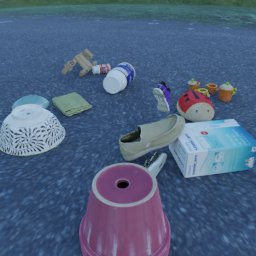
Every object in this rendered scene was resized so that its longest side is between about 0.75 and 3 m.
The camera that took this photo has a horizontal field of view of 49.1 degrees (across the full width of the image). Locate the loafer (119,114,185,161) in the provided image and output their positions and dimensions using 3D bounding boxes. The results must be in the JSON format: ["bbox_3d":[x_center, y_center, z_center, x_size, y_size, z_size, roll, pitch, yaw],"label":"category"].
[{"bbox_3d":[0.756,0.242,9.588,2.531,0.864,0.958,-32,32,11],"label":"loafer"}]

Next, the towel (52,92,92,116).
[{"bbox_3d":[-2.751,-1.159,13.494,1.400,0.344,1.887,-20,37,-29],"label":"towel"}]

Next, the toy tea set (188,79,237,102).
[{"bbox_3d":[4.357,-2.148,14.548,2.547,0.943,1.515,9,32,15],"label":"toy tea set"}]

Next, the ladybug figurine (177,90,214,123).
[{"bbox_3d":[3.075,-1.079,12.836,1.601,0.848,2.358,-6,31,-7],"label":"ladybug figurine"}]

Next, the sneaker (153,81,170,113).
[{"bbox_3d":[0.765,-0.648,5.796,0.268,0.770,0.383,15,60,30],"label":"sneaker"}]

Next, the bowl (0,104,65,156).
[{"bbox_3d":[-3.835,-0.160,10.968,2.605,1.223,2.605,1,31,0],"label":"bowl"}]

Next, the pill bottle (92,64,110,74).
[{"bbox_3d":[-1.660,-3.656,17.443,1.036,0.567,0.567,-12,33,-20],"label":"pill bottle"}]

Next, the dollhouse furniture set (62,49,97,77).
[{"bbox_3d":[-3.012,-3.847,17.565,1.232,1.052,2.377,45,40,-8],"label":"dollhouse furniture set"}]

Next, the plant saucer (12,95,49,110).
[{"bbox_3d":[-4.755,-1.250,13.658,1.765,0.340,1.765,1,31,0],"label":"plant saucer"}]

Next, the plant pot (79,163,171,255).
[{"bbox_3d":[-0.071,2.029,6.554,2.227,1.994,2.227,0,31,0],"label":"plant pot"}]

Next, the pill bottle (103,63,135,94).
[{"bbox_3d":[-0.484,-2.706,15.233,1.201,1.201,2.075,11,33,18],"label":"pill bottle"}]

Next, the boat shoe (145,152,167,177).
[{"bbox_3d":[0.818,1.249,9.339,0.477,0.529,1.497,16,26,23],"label":"boat shoe"}]

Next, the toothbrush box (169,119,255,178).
[{"bbox_3d":[2.882,0.640,9.774,2.504,1.068,1.833,-6,31,-7],"label":"toothbrush box"}]
